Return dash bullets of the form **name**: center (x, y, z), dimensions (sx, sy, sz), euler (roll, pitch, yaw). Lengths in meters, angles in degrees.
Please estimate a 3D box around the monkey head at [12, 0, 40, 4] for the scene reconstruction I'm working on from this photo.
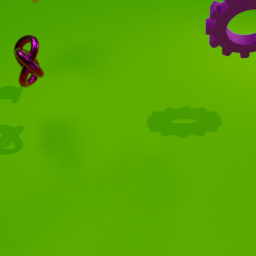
- **monkey head**: center (-2.496, -3.759, 7.306), dimensions (0.803, 1.332, 0.959), euler (25, 18, -30)

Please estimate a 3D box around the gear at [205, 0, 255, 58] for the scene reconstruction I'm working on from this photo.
- **gear**: center (2.912, -2.520, 6.734), dimensions (1.996, 1.996, 0.369), euler (7, 62, 6)

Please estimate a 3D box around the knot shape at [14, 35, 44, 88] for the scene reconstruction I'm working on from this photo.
- **knot shape**: center (-2.371, -1.494, 6.704), dimensions (0.575, 1.164, 1.244), euler (-9, 50, -21)
